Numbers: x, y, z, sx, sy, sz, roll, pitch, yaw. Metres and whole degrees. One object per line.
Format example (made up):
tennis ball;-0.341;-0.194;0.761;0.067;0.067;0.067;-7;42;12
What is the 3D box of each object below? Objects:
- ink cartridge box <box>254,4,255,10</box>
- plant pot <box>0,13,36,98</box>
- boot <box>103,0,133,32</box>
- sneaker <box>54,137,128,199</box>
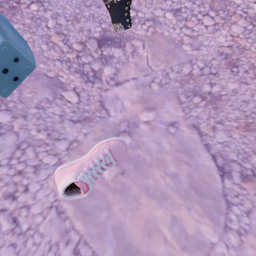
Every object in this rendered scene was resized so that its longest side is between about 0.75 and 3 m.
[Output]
ink cartridge box;3.594;-2.050;5.835;1.256;0.725;1.731;-20;98;7
plant pot;-2.732;-1.535;5.273;1.362;1.361;1.927;-46;61;-1
boot;0.020;-2.462;5.676;1.085;0.819;0.392;-2;30;30
sneaker;-0.481;0.610;3.977;1.184;0.446;0.619;-28;29;-2
